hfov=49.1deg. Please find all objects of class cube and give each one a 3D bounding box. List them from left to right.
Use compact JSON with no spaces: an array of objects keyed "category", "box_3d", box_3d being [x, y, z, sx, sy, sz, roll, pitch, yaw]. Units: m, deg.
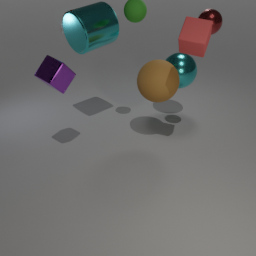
[{"category":"cube","box_3d":[-2.071,-1.523,8.002,0.700,0.700,0.700,29,-5,27]},{"category":"cube","box_3d":[1.788,-2.417,7.463,0.700,0.700,0.700,17,-10,16]}]

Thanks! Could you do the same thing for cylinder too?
[{"category":"cylinder","box_3d":[-1.256,-3.400,9.512,1.400,1.400,1.400,-32,42,-30]}]

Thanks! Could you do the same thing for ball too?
[{"category":"ball","box_3d":[0.221,-3.565,8.489,0.700,0.700,0.700,0,29,0]},{"category":"ball","box_3d":[0.992,-1.547,9.263,1.400,1.400,1.400,0,29,0]},{"category":"ball","box_3d":[2.033,-2.273,11.121,1.400,1.400,1.400,0,29,0]},{"category":"ball","box_3d":[2.318,-3.003,7.954,0.700,0.700,0.700,0,29,0]}]
